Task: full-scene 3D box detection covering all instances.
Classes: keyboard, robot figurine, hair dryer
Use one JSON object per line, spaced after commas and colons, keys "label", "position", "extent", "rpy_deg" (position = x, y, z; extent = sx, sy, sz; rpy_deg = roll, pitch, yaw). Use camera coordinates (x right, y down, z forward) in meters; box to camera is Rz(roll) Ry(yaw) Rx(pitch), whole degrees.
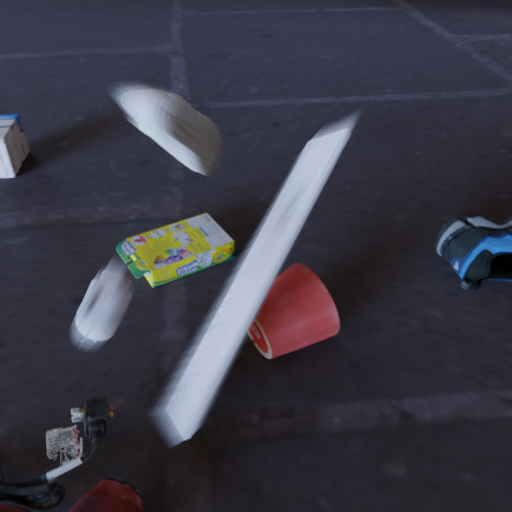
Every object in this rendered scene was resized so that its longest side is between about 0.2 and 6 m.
{"label": "keyboard", "position": [-0.009, 0.222, 6.454], "extent": [0.202, 3.781, 1.064], "rpy_deg": [29, -7, -13]}
{"label": "robot figurine", "position": [-1.373, 0.471, 5.027], "extent": [0.377, 0.566, 0.667], "rpy_deg": [22, 88, 29]}
{"label": "hair dryer", "position": [-2.055, 2.706, 5.415], "extent": [1.961, 0.700, 2.575], "rpy_deg": [-25, 36, -9]}

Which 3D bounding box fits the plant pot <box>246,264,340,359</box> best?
{"label": "plant pot", "position": [0.392, 0.792, 7.438], "extent": [0.980, 1.108, 1.108], "rpy_deg": [-28, 45, -17]}

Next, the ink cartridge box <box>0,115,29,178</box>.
{"label": "ink cartridge box", "position": [-5.085, -2.223, 11.355], "extent": [0.494, 0.855, 1.171], "rpy_deg": [-2, 38, -2]}

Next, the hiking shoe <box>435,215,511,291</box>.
{"label": "hiking shoe", "position": [4.226, -0.104, 8.722], "extent": [2.710, 1.008, 1.175], "rpy_deg": [-13, 51, -4]}

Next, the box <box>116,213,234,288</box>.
{"label": "box", "position": [-1.302, -0.083, 8.999], "extent": [1.682, 0.407, 0.987], "rpy_deg": [-18, 42, -26]}

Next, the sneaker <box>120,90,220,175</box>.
{"label": "sneaker", "position": [-1.258, -1.952, 8.761], "extent": [0.839, 2.084, 0.796], "rpy_deg": [16, 77, 23]}
